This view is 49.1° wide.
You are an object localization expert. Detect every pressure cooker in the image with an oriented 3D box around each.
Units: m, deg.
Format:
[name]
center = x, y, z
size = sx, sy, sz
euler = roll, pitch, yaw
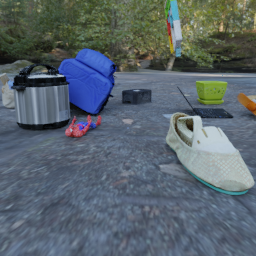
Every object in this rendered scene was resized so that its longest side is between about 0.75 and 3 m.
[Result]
[pressure cooker]
center = -2.722, -1.050, 8.937
size = 1.758, 1.968, 1.731
euler = -4, 14, -13

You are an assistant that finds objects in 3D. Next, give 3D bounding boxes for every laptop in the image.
[laptop]
center = 2.941, -1.045, 10.938
size = 1.964, 1.014, 1.740
euler = 1, 14, 6

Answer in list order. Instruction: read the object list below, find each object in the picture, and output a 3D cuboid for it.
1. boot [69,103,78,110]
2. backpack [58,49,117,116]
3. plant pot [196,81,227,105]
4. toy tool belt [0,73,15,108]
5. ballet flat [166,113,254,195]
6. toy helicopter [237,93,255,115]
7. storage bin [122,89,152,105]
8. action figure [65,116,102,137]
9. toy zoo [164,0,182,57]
[boot]
center = -2.348, -1.040, 12.435
size = 0.998, 0.344, 1.071
euler = 7, 11, 21
[backpack]
center = -1.513, -1.910, 11.478
size = 2.244, 2.317, 2.761
euler = 36, 8, -4
[plant pot]
center = 3.983, -1.711, 13.540
size = 1.169, 1.066, 1.174
euler = -2, 14, -6
[toy tool belt]
center = -4.479, -1.759, 12.764
size = 2.463, 1.514, 1.538
euler = -8, 16, -29
[ballet flat]
center = 1.414, 0.291, 5.636
size = 1.009, 0.933, 2.992
euler = -3, 14, -12
[toy helicopter]
center = 5.074, -0.740, 9.799
size = 1.787, 1.066, 2.702
euler = -1, 20, -11
[storage bin]
center = 0.441, -1.550, 13.788
size = 0.927, 0.643, 1.371
euler = 13, 18, 41
[action figure]
center = -1.353, -0.069, 8.238
size = 0.596, 0.471, 1.822
euler = 6, 18, 15
[toy zoo]
center = 1.734, -3.870, 10.690
size = 0.242, 2.365, 1.551
euler = -7, -3, 1
